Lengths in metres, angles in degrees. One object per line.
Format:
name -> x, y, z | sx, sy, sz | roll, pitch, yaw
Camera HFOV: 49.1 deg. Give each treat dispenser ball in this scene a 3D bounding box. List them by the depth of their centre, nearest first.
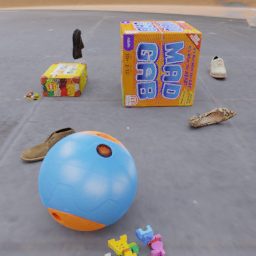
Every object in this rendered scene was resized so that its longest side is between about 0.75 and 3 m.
treat dispenser ball -> -0.776, 1.030, 5.580 | 1.931, 1.931, 1.931 | 0, 29, 0

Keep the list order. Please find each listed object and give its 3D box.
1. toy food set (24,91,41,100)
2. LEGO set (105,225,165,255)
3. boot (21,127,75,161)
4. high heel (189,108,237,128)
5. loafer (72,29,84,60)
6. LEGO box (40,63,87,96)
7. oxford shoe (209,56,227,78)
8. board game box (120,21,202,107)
toy food set -> -3.968, -1.375, 11.577 | 0.765, 0.250, 0.450 | 15, 33, 25
LEGO set -> 0.101, 2.198, 4.918 | 1.365, 0.521, 0.560 | -13, 32, -20
boot -> -2.250, 0.430, 7.973 | 1.677, 0.633, 0.617 | -21, 37, -31
high heel -> 2.783, -0.278, 9.258 | 1.468, 0.524, 1.046 | -4, 18, 27
loafer -> -1.831, -3.109, 10.400 | 0.400, 1.122, 0.410 | -8, 35, -29
LEGO box -> -2.755, -2.181, 12.419 | 1.594, 0.826, 2.140 | 1, 29, 2
oxford shoe -> 4.496, -3.072, 14.080 | 0.734, 0.765, 2.073 | 0, 29, 1
board game box -> 1.097, -2.681, 11.319 | 2.755, 2.756, 2.754 | -2, 29, -3
